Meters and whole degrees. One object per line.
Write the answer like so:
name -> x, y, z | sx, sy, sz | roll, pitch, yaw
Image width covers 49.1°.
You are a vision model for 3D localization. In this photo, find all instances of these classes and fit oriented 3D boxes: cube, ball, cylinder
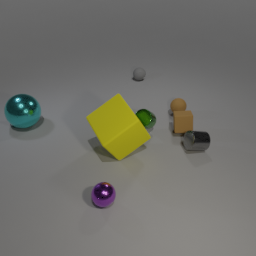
cube -> 2.152, -0.252, 10.965 | 0.700, 0.700, 0.700 | -2, 20, 6
ball -> 0.628, -2.998, 15.484 | 0.700, 0.700, 0.700 | 0, 33, 0
cylinder -> 2.463, 0.451, 10.045 | 0.700, 0.700, 0.700 | 4, 30, -22
cylinder -> 0.678, -0.348, 10.856 | 0.700, 0.700, 0.700 | 15, -1, 21
ball -> -0.693, 1.883, 7.941 | 0.700, 0.700, 0.700 | 0, 33, 0
ball -> -4.227, -0.680, 11.284 | 1.400, 1.400, 1.400 | 0, 33, 0
cube -> -0.308, -0.009, 9.559 | 1.400, 1.400, 1.400 | -36, 56, 2
ball -> 2.186, -0.948, 12.152 | 0.700, 0.700, 0.700 | 0, 33, 0
